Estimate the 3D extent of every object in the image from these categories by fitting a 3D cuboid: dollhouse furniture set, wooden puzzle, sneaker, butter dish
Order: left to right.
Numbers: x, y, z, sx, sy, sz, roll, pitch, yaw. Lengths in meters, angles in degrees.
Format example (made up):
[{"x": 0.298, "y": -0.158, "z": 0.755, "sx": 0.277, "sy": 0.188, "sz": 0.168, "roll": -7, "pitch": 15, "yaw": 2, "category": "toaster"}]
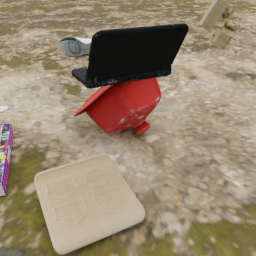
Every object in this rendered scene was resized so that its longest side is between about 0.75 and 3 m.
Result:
[{"x": -2.538, "y": -4.741, "z": 16.364, "sx": 2.906, "sy": 1.083, "sz": 1.266, "roll": 5, "pitch": 21, "yaw": -3, "category": "sneaker"}, {"x": -1.019, "y": 1.778, "z": 6.970, "sx": 2.149, "sy": 0.537, "sz": 2.320, "roll": -16, "pitch": 42, "yaw": -21, "category": "wooden puzzle"}, {"x": 0.044, "y": -0.700, "z": 9.450, "sx": 2.707, "sy": 2.001, "sz": 2.699, "roll": -33, "pitch": 3, "yaw": -42, "category": "butter dish"}, {"x": 3.016, "y": -3.726, "z": 9.758, "sx": 1.318, "sy": 1.253, "sz": 1.074, "roll": 21, "pitch": 25, "yaw": -25, "category": "dollhouse furniture set"}]

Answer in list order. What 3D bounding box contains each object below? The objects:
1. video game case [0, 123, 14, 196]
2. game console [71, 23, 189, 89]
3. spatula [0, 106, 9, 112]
[{"x": -4.845, "y": 0.972, "z": 8.090, "sx": 2.682, "sy": 0.530, "sz": 2.959, "roll": -9, "pitch": 35, "yaw": -13, "category": "video game case"}, {"x": -0.059, "y": -1.655, "z": 6.123, "sx": 2.095, "sy": 1.219, "sz": 1.842, "roll": -13, "pitch": 28, "yaw": -24, "category": "game console"}, {"x": -5.317, "y": -0.713, "z": 11.029, "sx": 1.015, "sy": 0.081, "sz": 0.705, "roll": 5, "pitch": 37, "yaw": 12, "category": "spatula"}]
